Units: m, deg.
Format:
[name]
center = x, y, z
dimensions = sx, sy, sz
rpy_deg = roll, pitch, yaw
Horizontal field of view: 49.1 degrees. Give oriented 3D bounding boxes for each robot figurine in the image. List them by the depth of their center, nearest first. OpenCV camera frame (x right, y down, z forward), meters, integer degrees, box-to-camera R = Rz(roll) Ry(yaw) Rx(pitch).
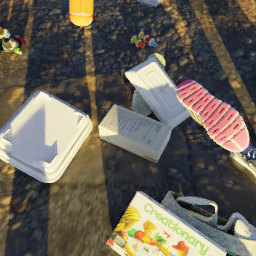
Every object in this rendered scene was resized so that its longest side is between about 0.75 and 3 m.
[robot figurine]
center = -1.253, -3.257, 7.550
dimensions = 0.781, 1.086, 0.633
rpy_deg = 16, 22, 34

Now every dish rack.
[dish rack]
center = -2.418, 0.071, 8.182
dimensions = 2.210, 0.561, 2.575
rpy_deg = 30, 56, -1

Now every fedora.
[fedora]
center = -4.776, -3.475, 11.258
dimensions = 0.899, 0.411, 0.899
rpy_deg = 0, 54, 0

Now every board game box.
[board game box]
center = 0.815, 2.683, 6.355
dimensions = 2.294, 0.397, 1.448
rpy_deg = 31, 91, 21

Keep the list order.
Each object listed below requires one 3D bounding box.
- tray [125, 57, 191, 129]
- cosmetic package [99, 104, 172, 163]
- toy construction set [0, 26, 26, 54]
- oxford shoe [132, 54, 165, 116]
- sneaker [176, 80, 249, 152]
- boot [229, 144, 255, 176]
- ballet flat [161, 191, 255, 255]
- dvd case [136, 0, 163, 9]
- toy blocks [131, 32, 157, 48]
[tray]
center = 1.094, -1.194, 9.130
dimensions = 1.279, 0.264, 2.382
rpy_deg = -34, 84, -22
[cosmetic package]
center = 0.213, 0.145, 8.428
dimensions = 1.956, 0.695, 1.029
rpy_deg = 24, 57, 17
[toy construction set]
center = -5.111, -3.366, 10.747
dimensions = 1.897, 1.582, 1.457
rpy_deg = -16, 40, -36
[oxford shoe]
center = 0.689, -1.419, 9.631
dimensions = 0.917, 0.705, 2.440
rpy_deg = 23, 67, -17
[sneaker]
center = 1.075, -0.144, 3.495
dimensions = 0.414, 0.491, 1.123
rpy_deg = -46, 60, 11
[boot]
center = 3.678, 0.831, 7.813
dimensions = 0.709, 0.881, 1.950
rpy_deg = -28, 58, -19
[ballet flat]
center = 2.168, 2.297, 6.561
dimensions = 2.965, 1.000, 0.924
rpy_deg = 17, 100, 13
[dvd case]
center = 1.150, -6.207, 13.405
dimensions = 1.036, 0.170, 1.378
rpy_deg = 23, 57, 16
[toy blocks]
center = 0.676, -3.454, 11.295
dimensions = 0.751, 0.327, 0.902
rpy_deg = -37, 62, -24
